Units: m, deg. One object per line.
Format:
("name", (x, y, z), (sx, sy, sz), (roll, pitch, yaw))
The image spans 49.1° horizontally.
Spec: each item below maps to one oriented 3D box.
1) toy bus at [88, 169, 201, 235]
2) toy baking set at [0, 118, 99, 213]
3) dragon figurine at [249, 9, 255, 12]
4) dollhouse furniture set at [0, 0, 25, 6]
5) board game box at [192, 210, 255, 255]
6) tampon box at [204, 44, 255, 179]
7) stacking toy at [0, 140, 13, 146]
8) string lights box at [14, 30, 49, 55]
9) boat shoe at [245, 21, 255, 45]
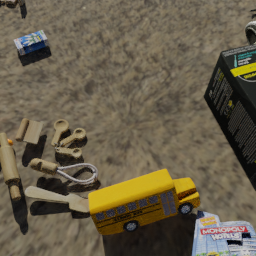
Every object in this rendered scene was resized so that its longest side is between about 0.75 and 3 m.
("toy bus", (0.338, 1.466, 5.728), (2.134, 0.835, 0.694), (-18, 27, -1))
("toy baking set", (-1.857, 0.787, 6.542), (2.095, 0.318, 2.730), (-12, 60, -15))
("dragon figurine", (5.015, -4.130, 9.380), (1.637, 0.814, 0.482), (16, 59, 10))
("dollhouse furniture set", (-4.219, -4.748, 9.980), (0.986, 0.436, 0.511), (8, 59, 5))
("board game box", (1.744, 2.045, 5.179), (1.294, 0.399, 1.293), (-8, 22, 7))
("tampon box", (3.411, -0.503, 6.655), (1.997, 1.682, 2.664), (-15, 60, -9))
("stacking toy", (-3.455, 0.263, 6.891), (1.243, 0.721, 0.682), (16, 63, -6))
("string lights box", (-3.029, -2.680, 8.804), (0.946, 0.279, 0.486), (-26, 62, -15))
("boat shoe", (3.992, -2.320, 8.300), (0.696, 0.773, 2.187), (-15, 61, -11))
